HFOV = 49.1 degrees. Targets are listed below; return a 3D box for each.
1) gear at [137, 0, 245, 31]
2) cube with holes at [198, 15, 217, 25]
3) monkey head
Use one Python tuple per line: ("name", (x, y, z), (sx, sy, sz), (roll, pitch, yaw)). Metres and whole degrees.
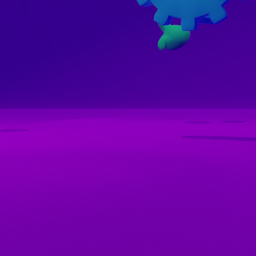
("gear", (0.979, -2.509, 4.260), (1.913, 1.913, 0.354), (2, 20, 22))
("cube with holes", (2.863, -4.193, 9.993), (0.722, 0.722, 0.722), (13, 7, 18))
("monkey head", (1.539, -3.303, 9.694), (1.604, 1.154, 0.967), (-33, 18, -7))
